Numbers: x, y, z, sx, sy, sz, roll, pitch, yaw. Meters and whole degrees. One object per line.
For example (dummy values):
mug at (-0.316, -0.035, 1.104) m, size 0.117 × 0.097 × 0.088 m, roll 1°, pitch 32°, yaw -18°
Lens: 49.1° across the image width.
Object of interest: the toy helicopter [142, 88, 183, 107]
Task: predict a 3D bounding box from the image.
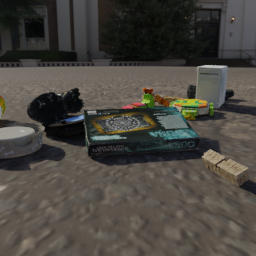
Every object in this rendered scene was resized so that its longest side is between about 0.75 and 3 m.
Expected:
toy helicopter at (1.573, -1.275, 12.335) m, size 1.914 × 0.755 × 1.266 m, roll 2°, pitch 14°, yaw -12°

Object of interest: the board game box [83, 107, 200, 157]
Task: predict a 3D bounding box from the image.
board game box at (0.249, 0.020, 7.372) m, size 2.742 × 0.386 × 1.855 m, roll -3°, pitch 30°, yaw -10°

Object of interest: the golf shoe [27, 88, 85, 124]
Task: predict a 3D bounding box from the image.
golf shoe at (-2.711, -0.647, 9.742) m, size 1.381 × 1.136 × 2.923 m, roll -11°, pitch 7°, yaw 21°

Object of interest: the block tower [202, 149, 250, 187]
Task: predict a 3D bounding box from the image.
block tower at (1.867, 0.759, 5.433) m, size 0.286 × 0.307 × 1.060 m, roll -30°, pitch 22°, yaw -12°

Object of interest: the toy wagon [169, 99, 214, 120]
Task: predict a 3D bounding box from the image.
toy wagon at (2.466, -0.755, 10.910) m, size 1.670 × 0.426 × 2.152 m, roll 4°, pitch 15°, yaw 14°

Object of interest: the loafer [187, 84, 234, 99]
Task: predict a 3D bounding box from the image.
loafer at (4.186, -1.857, 14.126) m, size 2.442 × 0.857 × 0.829 m, roll -2°, pitch 15°, yaw -7°

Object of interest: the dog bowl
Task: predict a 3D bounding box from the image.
dog bowl at (-2.917, 0.287, 6.982) m, size 1.649 × 0.484 × 1.649 m, roll 0°, pitch 16°, yaw 0°

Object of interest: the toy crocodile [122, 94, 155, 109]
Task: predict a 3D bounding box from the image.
toy crocodile at (0.006, -0.401, 8.723) m, size 2.247 × 0.694 × 0.759 m, roll -28°, pitch 29°, yaw -31°

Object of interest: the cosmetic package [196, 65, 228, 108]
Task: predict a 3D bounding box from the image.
cosmetic package at (3.763, -1.888, 12.565) m, size 1.065 × 1.733 × 1.727 m, roll 9°, pitch 18°, yaw 25°

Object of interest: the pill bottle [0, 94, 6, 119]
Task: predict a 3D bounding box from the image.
pill bottle at (-4.642, -0.593, 9.140) m, size 1.048 × 1.048 × 1.887 m, roll -4°, pitch 16°, yaw -16°

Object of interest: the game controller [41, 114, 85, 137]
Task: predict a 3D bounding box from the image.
game controller at (-1.431, -0.237, 8.816) m, size 1.323 × 0.534 × 2.536 m, roll 12°, pitch 18°, yaw 36°
